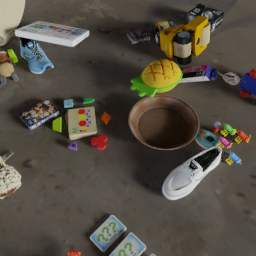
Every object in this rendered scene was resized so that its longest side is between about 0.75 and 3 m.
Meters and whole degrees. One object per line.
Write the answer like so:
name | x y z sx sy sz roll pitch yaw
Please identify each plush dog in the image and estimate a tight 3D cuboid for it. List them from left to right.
plush dog | -4.653 0.678 7.751 2.938 2.523 2.357 -8 53 -6

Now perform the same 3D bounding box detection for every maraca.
maraca | 1.080 -1.857 10.572 2.103 1.125 1.442 -33 53 -20

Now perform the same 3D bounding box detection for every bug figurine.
bug figurine | 3.441 0.461 9.124 1.084 0.359 1.397 39 58 -7

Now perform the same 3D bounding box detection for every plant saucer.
plant saucer | 1.219 -0.152 9.701 2.410 0.441 2.410 0 52 0

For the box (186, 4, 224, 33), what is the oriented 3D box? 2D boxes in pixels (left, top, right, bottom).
box | 3.702 -5.287 13.484 1.378 0.594 1.129 35 61 23

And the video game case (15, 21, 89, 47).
video game case | -3.197 -4.137 12.205 2.486 0.294 2.263 12 31 4

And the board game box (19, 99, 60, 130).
board game box | -3.188 -0.490 10.098 1.168 0.202 0.791 -34 60 -23

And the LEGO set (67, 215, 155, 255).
LEGO set | -0.708 3.655 6.701 2.132 0.701 2.854 37 61 28

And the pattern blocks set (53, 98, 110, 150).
pattern blocks set | -1.629 -0.180 9.874 2.000 0.184 2.276 -1 53 -1

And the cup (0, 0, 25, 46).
cup | -5.985 -4.780 12.010 2.944 2.944 2.106 -2 83 -1

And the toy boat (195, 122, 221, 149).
toy boat | 2.752 0.226 9.384 0.872 0.482 1.037 33 60 23

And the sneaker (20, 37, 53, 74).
sneaker | -3.904 -3.048 11.536 0.866 0.994 2.211 -35 60 -23

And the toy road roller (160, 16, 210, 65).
toy road roller | 2.353 -3.834 11.977 1.584 1.334 2.170 30 58 34

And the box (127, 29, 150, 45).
box | 0.488 -4.219 12.914 0.863 0.215 0.680 -19 55 -14

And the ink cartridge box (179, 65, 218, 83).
ink cartridge box | 2.720 -2.129 10.992 1.482 0.275 0.702 1 50 27

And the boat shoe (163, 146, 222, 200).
boat shoe | 1.931 1.234 8.445 2.262 0.755 0.832 -36 61 -24

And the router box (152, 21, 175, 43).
router box | 1.719 -4.476 13.037 0.970 0.322 1.233 -6 53 -5

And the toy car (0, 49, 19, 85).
toy car | -4.915 -2.374 11.307 1.023 0.983 1.246 -21 85 -11

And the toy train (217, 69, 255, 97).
toy train | 4.849 -1.938 10.750 2.542 1.076 1.471 34 49 23
